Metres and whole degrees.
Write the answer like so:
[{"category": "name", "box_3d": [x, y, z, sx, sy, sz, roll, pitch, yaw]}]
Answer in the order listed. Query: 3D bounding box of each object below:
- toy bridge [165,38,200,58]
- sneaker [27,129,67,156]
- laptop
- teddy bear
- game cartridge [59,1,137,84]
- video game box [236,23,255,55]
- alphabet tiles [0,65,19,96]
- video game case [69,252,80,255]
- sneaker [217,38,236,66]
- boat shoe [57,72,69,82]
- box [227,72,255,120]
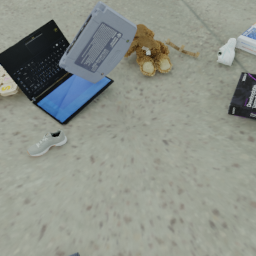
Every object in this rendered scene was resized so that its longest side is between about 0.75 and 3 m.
[{"category": "toy bridge", "box_3d": [2.160, -3.210, 11.329, 1.455, 0.489, 0.198, 24, 91, -2]}, {"category": "sneaker", "box_3d": [-2.394, 0.372, 8.166, 1.183, 0.544, 0.448, -27, 53, -22]}, {"category": "laptop", "box_3d": [-2.357, -1.937, 9.364, 2.475, 2.792, 1.442, -45, 26, -24]}, {"category": "teddy bear", "box_3d": [0.757, -2.990, 11.101, 1.868, 0.860, 2.577, -32, 63, -15]}, {"category": "game cartridge", "box_3d": [-0.901, -2.573, 8.935, 1.614, 2.425, 0.496, 24, 34, -32]}, {"category": "video game box", "box_3d": [6.038, -3.688, 11.799, 2.116, 0.544, 2.323, 35, 57, 24]}, {"category": "alphabet tiles", "box_3d": [-4.475, -2.024, 10.244, 2.503, 0.187, 2.559, -12, 49, 3]}, {"category": "video game case", "box_3d": [-1.984, 3.809, 5.309, 2.686, 0.255, 1.919, -17, 51, -13]}, {"category": "sneaker", "box_3d": [3.978, -3.148, 11.295, 0.652, 0.572, 1.627, 12, 50, 14]}, {"category": "boat shoe", "box_3d": [-2.719, -2.070, 10.391, 1.431, 0.465, 0.516, 16, 50, 14]}, {"category": "box", "box_3d": [4.893, -0.916, 9.158, 2.754, 0.497, 1.969, 14, 49, 23]}]
